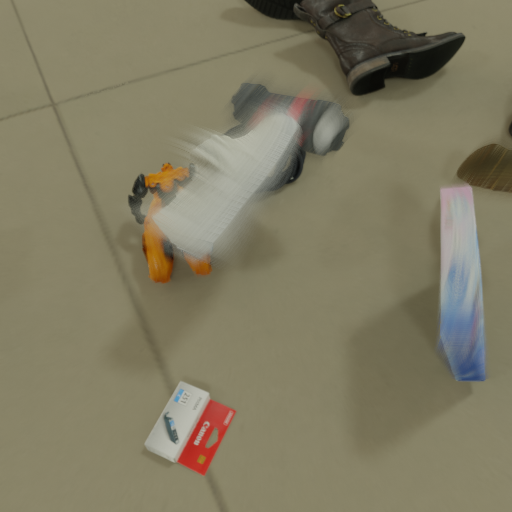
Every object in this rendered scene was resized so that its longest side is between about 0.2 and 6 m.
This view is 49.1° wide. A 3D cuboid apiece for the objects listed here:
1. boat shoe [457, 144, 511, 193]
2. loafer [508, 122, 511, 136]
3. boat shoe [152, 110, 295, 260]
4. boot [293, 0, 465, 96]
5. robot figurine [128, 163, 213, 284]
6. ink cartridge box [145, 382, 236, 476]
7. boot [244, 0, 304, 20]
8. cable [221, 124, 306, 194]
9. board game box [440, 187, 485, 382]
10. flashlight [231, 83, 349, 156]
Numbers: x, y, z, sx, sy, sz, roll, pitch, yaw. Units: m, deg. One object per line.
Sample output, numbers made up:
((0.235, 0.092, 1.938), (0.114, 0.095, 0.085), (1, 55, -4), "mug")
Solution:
((3.794, -1.241, 8.505), (0.681, 2.016, 0.726), (37, 90, -15), "boat shoe")
((5.757, -3.200, 10.739), (0.986, 0.963, 2.700), (25, 58, 17), "loafer")
((-0.412, -1.154, 7.246), (0.884, 0.897, 2.531), (42, 67, -16), "boat shoe")
((2.535, -4.790, 11.533), (2.935, 1.016, 2.555), (-19, 71, -11), "boot")
((-1.280, -0.565, 8.740), (1.355, 0.544, 1.869), (-11, 71, 5), "robot figurine")
((-0.836, 2.221, 7.278), (0.841, 0.214, 0.955), (20, 57, 15), "ink cartridge box")
((1.012, -6.404, 13.150), (2.797, 1.083, 1.935), (20, 51, -2), "boot")
((-0.100, -1.696, 10.025), (1.943, 0.493, 1.585), (-28, 64, -21), "cable")
((2.668, 0.432, 7.209), (0.417, 1.921, 1.912), (-4, 62, 23), "board game box")
((0.419, -2.099, 8.608), (0.767, 0.770, 2.265), (-53, 38, -6), "flashlight")
